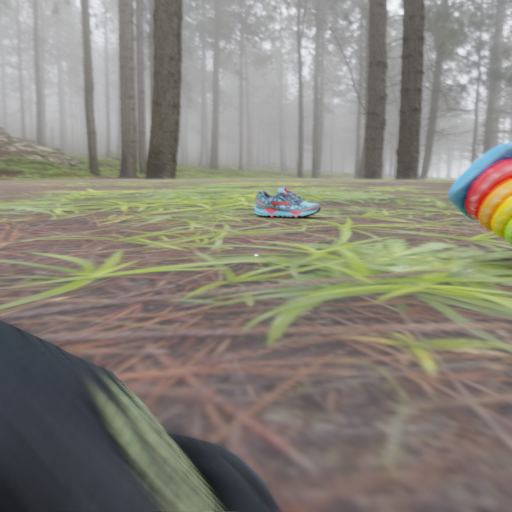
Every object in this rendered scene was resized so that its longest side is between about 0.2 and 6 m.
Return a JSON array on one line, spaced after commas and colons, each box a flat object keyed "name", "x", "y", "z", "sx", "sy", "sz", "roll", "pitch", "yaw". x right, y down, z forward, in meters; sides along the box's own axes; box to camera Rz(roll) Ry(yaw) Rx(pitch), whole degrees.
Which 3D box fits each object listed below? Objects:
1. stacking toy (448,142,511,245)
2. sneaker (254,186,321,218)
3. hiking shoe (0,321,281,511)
[{"name": "stacking toy", "x": 3.574, "y": -0.445, "z": 7.303, "sx": 1.064, "sy": 1.125, "sz": 1.938, "roll": 26, "pitch": 28, "yaw": -43}, {"name": "sneaker", "x": 0.775, "y": -1.366, "z": 14.157, "sx": 1.713, "sy": 0.818, "sz": 0.679, "roll": 2, "pitch": 10, "yaw": 13}, {"name": "hiking shoe", "x": -0.240, "y": 0.630, "z": 0.832, "sx": 0.952, "sy": 1.265, "sz": 2.513, "roll": -3, "pitch": 10, "yaw": -16}]
